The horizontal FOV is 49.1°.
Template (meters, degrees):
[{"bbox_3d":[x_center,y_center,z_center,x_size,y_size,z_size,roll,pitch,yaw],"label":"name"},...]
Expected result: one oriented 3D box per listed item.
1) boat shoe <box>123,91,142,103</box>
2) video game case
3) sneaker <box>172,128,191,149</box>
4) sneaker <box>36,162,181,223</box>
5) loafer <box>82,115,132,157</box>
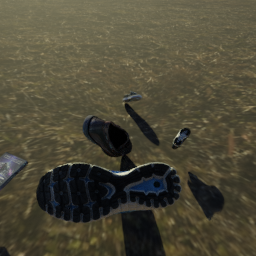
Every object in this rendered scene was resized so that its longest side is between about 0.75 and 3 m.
[{"bbox_3d":[0.146,-1.001,8.841,0.306,0.283,0.829,18,-14,-31],"label":"boat shoe"},{"bbox_3d":[-2.649,0.963,5.683,0.760,0.101,1.064,14,48,33],"label":"video game case"},{"bbox_3d":[1.288,0.270,6.922,0.250,0.340,0.752,38,50,12],"label":"sneaker"},{"bbox_3d":[-0.341,1.155,4.815,2.365,1.064,0.927,1,69,-9],"label":"sneaker"},{"bbox_3d":[-0.284,0.262,6.206,0.585,1.857,0.668,4,72,28],"label":"loafer"}]
